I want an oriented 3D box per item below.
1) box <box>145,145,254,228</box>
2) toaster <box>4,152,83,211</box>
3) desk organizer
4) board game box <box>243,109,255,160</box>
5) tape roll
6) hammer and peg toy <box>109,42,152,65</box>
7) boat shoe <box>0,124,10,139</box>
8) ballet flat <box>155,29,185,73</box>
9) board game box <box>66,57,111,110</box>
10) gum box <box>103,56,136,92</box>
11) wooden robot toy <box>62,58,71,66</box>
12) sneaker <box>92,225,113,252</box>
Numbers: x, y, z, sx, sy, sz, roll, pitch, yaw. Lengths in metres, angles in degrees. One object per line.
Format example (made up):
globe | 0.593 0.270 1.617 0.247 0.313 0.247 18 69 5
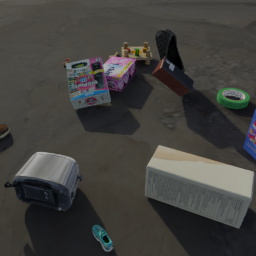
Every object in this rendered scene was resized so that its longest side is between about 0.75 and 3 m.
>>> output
box | 1.806 1.484 7.329 2.548 1.210 0.991 16 39 18
toaster | -2.182 1.386 7.559 1.850 1.051 1.195 8 36 9
desk organizer | 1.883 -2.091 11.676 1.722 0.663 0.618 34 56 -21
board game box | 4.575 0.636 7.911 0.614 1.844 2.742 -11 38 -15
tape roll | 4.415 -1.261 11.771 1.271 0.305 1.271 -1 36 0
hammer and peg toy | 0.114 -4.071 15.145 2.263 0.798 1.665 -1 37 -1
boat shoe | -5.010 0.156 9.542 1.819 0.673 0.672 -20 41 -25
ballet flat | 1.931 -3.006 12.215 0.956 2.878 0.817 -42 46 -6
board game box | -1.653 -1.893 11.619 1.541 0.671 2.089 -13 58 -2
gum box | -0.561 -2.555 13.142 1.273 0.742 2.242 12 38 16
wooden robot toy | -3.278 -3.445 14.720 0.382 0.371 0.842 -9 36 7
sneaker | -0.584 2.551 6.627 0.291 0.299 0.751 -24 42 -29
